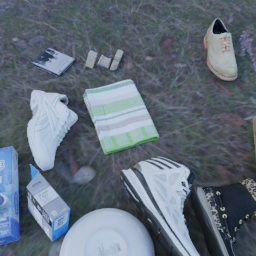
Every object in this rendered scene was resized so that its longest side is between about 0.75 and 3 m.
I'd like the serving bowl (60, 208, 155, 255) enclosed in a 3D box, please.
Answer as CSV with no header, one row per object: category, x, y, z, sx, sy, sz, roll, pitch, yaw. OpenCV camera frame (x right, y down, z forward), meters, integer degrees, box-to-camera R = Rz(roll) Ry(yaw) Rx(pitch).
serving bowl,-0.460,2.754,6.117,2.174,0.715,2.174,0,56,-1

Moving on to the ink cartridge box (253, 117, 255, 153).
ink cartridge box,4.394,0.995,6.719,2.360,1.076,2.865,17,56,-8

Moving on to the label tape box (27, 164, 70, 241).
label tape box,-2.004,1.727,6.528,1.512,1.083,0.500,40,49,23

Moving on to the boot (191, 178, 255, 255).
boot,2.550,2.227,6.438,1.640,0.784,2.172,-11,58,-10

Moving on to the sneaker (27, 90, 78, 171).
sneaker,-2.066,-0.078,7.850,1.306,1.024,2.629,-6,57,-8

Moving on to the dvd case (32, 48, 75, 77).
dvd case,-2.606,-2.319,9.821,1.228,0.152,0.923,26,60,16

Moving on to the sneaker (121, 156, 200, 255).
sneaker,1.177,1.761,6.550,1.639,1.075,2.849,-27,58,-15

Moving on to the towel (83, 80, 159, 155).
towel,-0.250,-0.440,8.453,1.736,0.357,2.326,-17,58,-10

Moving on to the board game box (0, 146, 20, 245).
board game box,-3.930,1.780,6.841,2.377,0.516,2.365,-13,56,-6

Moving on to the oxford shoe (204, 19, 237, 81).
oxford shoe,3.181,-2.714,9.613,0.888,0.926,2.508,-7,57,-4

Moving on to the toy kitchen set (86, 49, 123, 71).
toy kitchen set,-0.806,-2.423,9.742,1.038,0.612,0.832,23,54,-6
